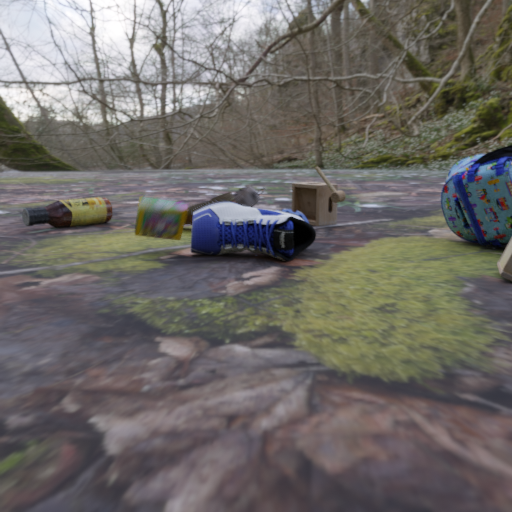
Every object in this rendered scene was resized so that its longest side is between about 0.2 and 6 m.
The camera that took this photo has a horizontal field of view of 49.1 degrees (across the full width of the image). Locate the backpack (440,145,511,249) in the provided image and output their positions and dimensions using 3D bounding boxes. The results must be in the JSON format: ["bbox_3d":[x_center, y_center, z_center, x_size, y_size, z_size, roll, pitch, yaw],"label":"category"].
[{"bbox_3d":[5.043,-1.203,12.257,1.557,2.113,2.314,-30,14,-35],"label":"backpack"}]

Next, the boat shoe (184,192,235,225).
[{"bbox_3d":[-1.391,-0.980,14.423,2.128,0.724,0.766,-13,17,37],"label":"boat shoe"}]

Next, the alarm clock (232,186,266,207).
[{"bbox_3d":[-0.360,-1.595,15.952,1.690,0.563,1.140,-21,20,39],"label":"alarm clock"}]

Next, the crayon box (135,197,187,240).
[{"bbox_3d":[-1.958,-0.758,11.489,0.956,0.825,0.279,7,41,-15],"label":"crayon box"}]

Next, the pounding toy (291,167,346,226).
[{"bbox_3d":[1.886,-1.660,15.450,0.835,1.604,1.826,-8,14,-37],"label":"pounding toy"}]

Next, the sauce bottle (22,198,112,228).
[{"bbox_3d":[-5.080,-1.153,15.178,0.770,0.770,2.334,11,16,44],"label":"sauce bottle"}]

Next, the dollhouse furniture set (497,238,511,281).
[{"bbox_3d":[5.135,0.079,8.954,1.977,1.314,1.733,26,18,14],"label":"dollhouse furniture set"}]

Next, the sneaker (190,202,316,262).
[{"bbox_3d":[0.049,-0.493,11.027,2.616,1.057,1.511,-1,9,-15],"label":"sneaker"}]
